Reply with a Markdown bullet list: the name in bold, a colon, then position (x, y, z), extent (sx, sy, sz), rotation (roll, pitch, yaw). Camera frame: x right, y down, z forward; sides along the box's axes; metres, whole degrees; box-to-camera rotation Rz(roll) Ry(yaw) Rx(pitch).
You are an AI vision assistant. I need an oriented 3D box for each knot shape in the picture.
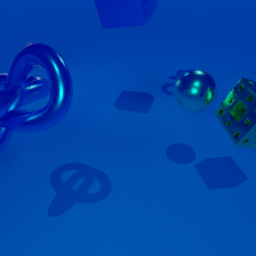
- **knot shape**: position (-1.402, -0.408, 3.672), extent (1.613, 0.796, 1.724), rotation (-23, 40, 24)

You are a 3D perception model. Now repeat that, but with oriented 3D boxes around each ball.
- **ball**: position (1.296, -0.709, 5.410), extent (0.841, 0.841, 0.841), rotation (0, 34, 0)

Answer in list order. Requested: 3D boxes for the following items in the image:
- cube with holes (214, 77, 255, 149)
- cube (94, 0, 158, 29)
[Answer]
- **cube with holes**: position (2.219, -0.225, 4.871), extent (0.833, 0.833, 0.833), rotation (9, 41, -26)
- **cube**: position (-0.063, -3.192, 6.633), extent (1.159, 1.159, 1.159), rotation (2, 46, 22)
